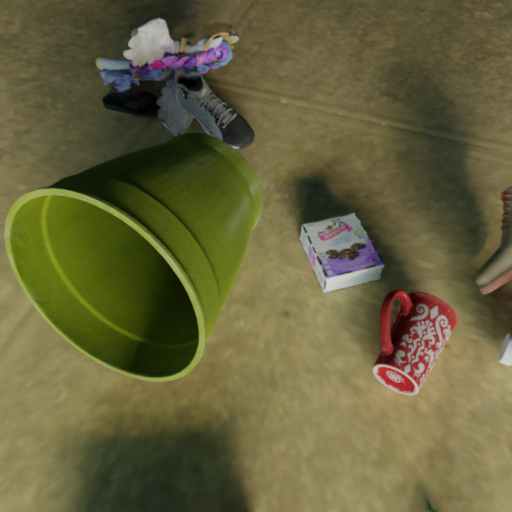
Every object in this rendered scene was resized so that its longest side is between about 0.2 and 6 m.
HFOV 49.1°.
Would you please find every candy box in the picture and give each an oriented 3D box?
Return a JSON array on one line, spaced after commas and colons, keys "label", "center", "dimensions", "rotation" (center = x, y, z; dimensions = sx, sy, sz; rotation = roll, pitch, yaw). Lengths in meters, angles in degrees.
[{"label": "candy box", "center": [1.409, -0.076, 9.403], "dimensions": [1.013, 0.432, 1.207], "rotation": [-14, 53, -10]}]

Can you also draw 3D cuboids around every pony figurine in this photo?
[{"label": "pony figurine", "center": [-1.966, -4.010, 11.677], "dimensions": [2.680, 2.232, 2.587], "rotation": [11, 49, 30]}]

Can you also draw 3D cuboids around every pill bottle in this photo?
[{"label": "pill bottle", "center": [4.117, 1.520, 8.040], "dimensions": [1.108, 0.614, 0.614], "rotation": [20, 55, 16]}]

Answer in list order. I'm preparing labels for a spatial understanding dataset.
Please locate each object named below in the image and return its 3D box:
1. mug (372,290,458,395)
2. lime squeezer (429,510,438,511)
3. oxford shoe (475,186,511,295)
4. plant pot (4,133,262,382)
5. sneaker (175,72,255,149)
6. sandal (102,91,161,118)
[{"label": "mug", "center": [2.155, 1.212, 8.132], "dimensions": [1.149, 0.864, 1.295], "rotation": [33, 62, 6]}, {"label": "lime squeezer", "center": [2.599, 4.114, 6.102], "dimensions": [0.922, 0.493, 2.611], "rotation": [-28, 56, -20]}, {"label": "oxford shoe", "center": [4.201, -0.550, 8.933], "dimensions": [1.004, 0.946, 2.685], "rotation": [41, 77, 10]}, {"label": "plant pot", "center": [-1.399, -0.320, 8.273], "dimensions": [3.084, 3.084, 2.969], "rotation": [21, 42, 15]}, {"label": "sneaker", "center": [-0.898, -2.910, 10.967], "dimensions": [1.974, 1.140, 0.741], "rotation": [38, 83, 11]}, {"label": "sandal", "center": [-2.556, -3.290, 11.960], "dimensions": [1.568, 0.375, 0.589], "rotation": [9, 52, 8]}]
